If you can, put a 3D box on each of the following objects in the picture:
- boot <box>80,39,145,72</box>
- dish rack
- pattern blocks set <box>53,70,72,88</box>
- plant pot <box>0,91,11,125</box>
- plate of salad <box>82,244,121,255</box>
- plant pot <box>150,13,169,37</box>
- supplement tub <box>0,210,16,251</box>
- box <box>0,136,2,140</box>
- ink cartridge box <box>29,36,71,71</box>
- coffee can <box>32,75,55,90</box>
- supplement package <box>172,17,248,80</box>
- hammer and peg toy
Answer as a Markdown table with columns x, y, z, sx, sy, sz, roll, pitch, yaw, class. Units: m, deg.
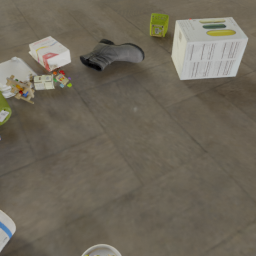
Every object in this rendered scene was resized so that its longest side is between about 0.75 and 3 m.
| x | y | z | sx | sy | sz | roll | pitch | yaw | class |
| --- | --- | --- | --- | --- | --- | --- | --- | --- | --- |
| -0.775 | -3.313 | 13.546 | 2.856 | 0.997 | 1.880 | 17 | 51 | 30 | boot |
| -5.391 | -2.470 | 12.940 | 2.041 | 0.518 | 2.378 | -31 | 55 | -26 | dish rack |
| -2.951 | -2.192 | 12.607 | 0.967 | 0.089 | 1.100 | 43 | 28 | -1 | pattern blocks set |
| -5.535 | -0.983 | 10.864 | 1.906 | 1.783 | 1.783 | 37 | 56 | 13 | plant pot |
| -0.712 | 3.651 | 7.311 | 1.252 | 0.301 | 1.252 | 0 | 48 | 0 | plate of salad |
| 1.704 | -5.692 | 15.666 | 0.987 | 0.992 | 0.900 | 10 | 55 | 9 | plant pot |
| -4.102 | 3.091 | 7.014 | 1.491 | 1.491 | 2.260 | 18 | 50 | 16 | supplement tub |
| -5.317 | 0.387 | 10.456 | 0.976 | 0.184 | 0.666 | -27 | 52 | -23 | box |
| -4.028 | -3.838 | 14.050 | 1.277 | 0.740 | 2.192 | -33 | 55 | -27 | ink cartridge box |
| -3.720 | -2.019 | 12.411 | 0.865 | 0.633 | 0.633 | -5 | 47 | -5 | coffee can |
| 3.641 | -3.704 | 13.038 | 2.676 | 2.016 | 2.031 | -4 | 47 | -4 | supplement package |
| -4.346 | -1.562 | 11.530 | 1.046 | 1.422 | 0.502 | 23 | 72 | -1 | hammer and peg toy |
